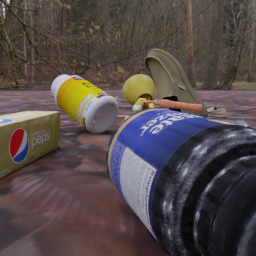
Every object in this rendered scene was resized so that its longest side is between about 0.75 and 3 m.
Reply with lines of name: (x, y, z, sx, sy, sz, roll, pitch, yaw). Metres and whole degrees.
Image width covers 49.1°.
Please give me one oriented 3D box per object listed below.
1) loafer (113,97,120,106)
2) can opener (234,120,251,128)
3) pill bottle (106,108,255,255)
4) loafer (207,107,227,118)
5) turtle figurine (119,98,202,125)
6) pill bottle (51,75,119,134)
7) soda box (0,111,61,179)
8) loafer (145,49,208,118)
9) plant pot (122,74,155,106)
loafer: (-1.405, -1.468, 14.493, 1.037, 0.936, 2.741, 6, 11, 34)
can opener: (2.528, 0.108, 6.441, 0.543, 0.433, 1.625, -2, 8, 14)
pill bottle: (0.564, 0.454, 2.295, 1.092, 1.092, 1.953, -3, 10, -19)
loafer: (3.373, -0.656, 11.170, 1.194, 0.408, 0.452, 7, 12, 37)
turtle figurine: (0.704, 0.309, 4.015, 2.259, 0.727, 1.821, 27, -12, -29)
pill bottle: (-1.285, -0.762, 7.868, 2.017, 1.102, 1.102, 35, 28, 33)
soda box: (-2.003, 0.203, 4.779, 0.820, 0.775, 2.420, 1, 10, 11)
loafer: (1.320, -1.213, 8.582, 0.943, 2.796, 1.063, -31, -12, -22)
plant pot: (0.704, -1.718, 14.610, 1.772, 1.772, 1.258, -2, 37, -15)
